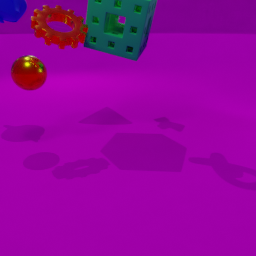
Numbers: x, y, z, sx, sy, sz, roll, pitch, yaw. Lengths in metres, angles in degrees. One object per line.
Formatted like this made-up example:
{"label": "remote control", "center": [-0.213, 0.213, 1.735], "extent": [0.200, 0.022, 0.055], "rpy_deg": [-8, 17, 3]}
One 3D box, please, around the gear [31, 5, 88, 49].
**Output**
{"label": "gear", "center": [-1.331, -1.987, 5.485], "extent": [1.066, 0.197, 1.066], "rpy_deg": [11, 53, -15]}

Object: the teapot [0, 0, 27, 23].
{"label": "teapot", "center": [-3.159, -3.129, 7.203], "extent": [1.704, 0.834, 1.060], "rpy_deg": [12, -2, 40]}

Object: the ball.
{"label": "ball", "center": [-2.001, -1.111, 5.678], "extent": [0.707, 0.707, 0.707], "rpy_deg": [0, 20, 0]}

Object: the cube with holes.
{"label": "cube with holes", "center": [-0.143, -2.415, 6.271], "extent": [1.233, 1.233, 1.233], "rpy_deg": [16, 33, 5]}
